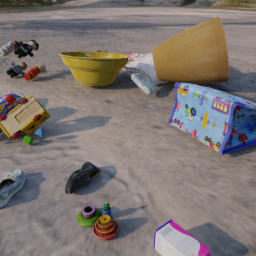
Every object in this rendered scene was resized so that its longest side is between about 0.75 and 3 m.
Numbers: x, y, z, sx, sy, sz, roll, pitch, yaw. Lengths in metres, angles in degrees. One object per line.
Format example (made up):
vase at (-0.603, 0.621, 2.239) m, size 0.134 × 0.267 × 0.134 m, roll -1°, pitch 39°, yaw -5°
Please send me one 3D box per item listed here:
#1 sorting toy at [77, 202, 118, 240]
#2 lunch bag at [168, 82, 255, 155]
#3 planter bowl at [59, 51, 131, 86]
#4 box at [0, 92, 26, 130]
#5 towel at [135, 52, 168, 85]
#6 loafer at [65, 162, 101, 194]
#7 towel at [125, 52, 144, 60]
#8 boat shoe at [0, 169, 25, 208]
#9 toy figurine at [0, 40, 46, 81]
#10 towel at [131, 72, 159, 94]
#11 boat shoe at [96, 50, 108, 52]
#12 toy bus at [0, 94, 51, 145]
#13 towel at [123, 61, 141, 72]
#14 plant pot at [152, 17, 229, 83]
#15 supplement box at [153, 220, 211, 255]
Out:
sorting toy at (-0.505, 1.513, 4.814) m, size 0.884 × 0.363 × 0.531 m, roll 24°, pitch 36°, yaw 37°
lunch bag at (2.906, -0.439, 7.748) m, size 2.771 × 1.303 × 2.086 m, roll -6°, pitch 25°, yaw -30°
planter bowl at (-1.277, -2.289, 10.896) m, size 2.742 × 1.142 × 2.742 m, roll 3°, pitch 20°, yaw -1°
box at (-3.858, -0.300, 7.770) m, size 0.682 × 0.743 × 2.122 m, roll 18°, pitch 34°, yaw 30°
towel at (1.898, -2.878, 12.133) m, size 2.749 × 0.443 × 2.625 m, roll -20°, pitch 38°, yaw -8°
loafer at (-0.918, 1.031, 5.746) m, size 0.355 × 0.358 × 0.982 m, roll 16°, pitch 33°, yaw 19°
towel at (0.469, -3.770, 14.842) m, size 1.470 × 0.167 × 1.059 m, roll 15°, pitch 33°, yaw 25°
boat shoe at (-2.385, 1.129, 5.553) m, size 0.386 × 0.336 × 1.048 m, roll 6°, pitch 29°, yaw 10°
toy figurine at (-4.367, -2.864, 11.671) m, size 1.569 × 1.593 × 1.109 m, roll 10°, pitch 42°, yaw 27°
towel at (0.634, -1.636, 10.197) m, size 0.975 × 0.235 × 0.834 m, roll 48°, pitch 33°, yaw 10°
boat shoe at (-1.591, -4.061, 15.151) m, size 1.041 × 0.375 × 0.376 m, roll 7°, pitch 29°, yaw 13°
toy bus at (-2.796, -0.168, 7.535) m, size 1.413 × 1.333 × 0.730 m, roll 4°, pitch -15°, yaw 5°
towel at (0.523, -2.887, 13.163) m, size 1.257 × 0.203 × 1.201 m, roll 12°, pitch 30°, yaw 20°
plant pot at (2.177, -2.546, 10.148) m, size 2.447 × 2.280 × 2.280 m, roll -10°, pitch 27°, yaw 12°
supplement box at (0.792, 1.820, 4.211) m, size 0.391 × 0.399 × 0.772 m, roll -20°, pitch 33°, yaw -34°
